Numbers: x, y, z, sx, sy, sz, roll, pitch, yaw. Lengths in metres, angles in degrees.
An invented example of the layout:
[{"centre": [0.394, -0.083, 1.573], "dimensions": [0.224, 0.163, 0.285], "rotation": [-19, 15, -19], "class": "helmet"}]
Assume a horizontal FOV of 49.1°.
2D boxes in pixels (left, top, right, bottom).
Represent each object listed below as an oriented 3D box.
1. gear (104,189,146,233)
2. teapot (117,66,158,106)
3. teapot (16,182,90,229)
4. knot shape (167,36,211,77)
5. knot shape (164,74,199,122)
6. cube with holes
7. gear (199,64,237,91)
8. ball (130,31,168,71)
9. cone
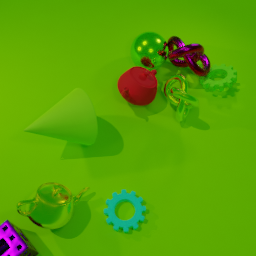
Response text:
[{"centre": [-0.078, 2.126, 7.200], "dimensions": [1.053, 0.195, 1.053], "rotation": [-1, 57, 1], "class": "gear"}, {"centre": [0.327, -1.346, 8.673], "dimensions": [1.301, 1.024, 2.092], "rotation": [41, 44, 8], "class": "teapot"}, {"centre": [-1.785, 1.797, 6.830], "dimensions": [1.902, 0.931, 1.183], "rotation": [1, 30, -43], "class": "teapot"}, {"centre": [1.904, -2.376, 9.119], "dimensions": [1.770, 1.656, 0.818], "rotation": [31, 101, 14], "class": "knot shape"}, {"centre": [1.604, -0.815, 8.431], "dimensions": [0.658, 1.333, 1.424], "rotation": [-21, 37, -4], "class": "knot shape"}, {"centre": [-2.741, 2.802, 6.402], "dimensions": [0.846, 0.846, 0.846], "rotation": [40, 66, 22], "class": "cube with holes"}, {"centre": [3.012, -1.697, 9.362], "dimensions": [1.178, 0.218, 1.178], "rotation": [-12, 45, 12], "class": "gear"}, {"centre": [0.721, -2.596, 9.517], "dimensions": [1.299, 1.299, 1.299], "rotation": [0, 58, 0], "class": "ball"}, {"centre": [-1.950, -0.120, 7.508], "dimensions": [1.675, 1.669, 1.669], "rotation": [-15, 57, -32], "class": "cone"}]
